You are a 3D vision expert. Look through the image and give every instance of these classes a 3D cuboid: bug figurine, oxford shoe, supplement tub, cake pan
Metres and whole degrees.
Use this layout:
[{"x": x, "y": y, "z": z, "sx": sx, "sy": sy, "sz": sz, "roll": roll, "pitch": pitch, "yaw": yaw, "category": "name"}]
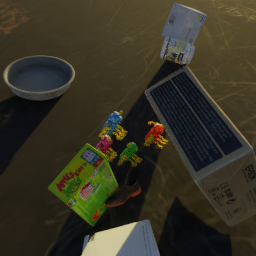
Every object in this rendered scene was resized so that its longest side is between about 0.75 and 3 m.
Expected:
[{"x": -0.049, "y": 0.279, "z": 6.748, "sx": 1.969, "sy": 1.527, "sz": 0.507, "roll": 15, "pitch": 37, "yaw": -40, "category": "bug figurine"}, {"x": -0.129, "y": 1.403, "z": 6.079, "sx": 0.911, "sy": 0.330, "sz": 0.324, "roll": -23, "pitch": 16, "yaw": -35, "category": "oxford shoe"}, {"x": 1.891, "y": -2.950, "z": 10.775, "sx": 1.163, "sy": 0.843, "sz": 0.843, "roll": 17, "pitch": 44, "yaw": 1, "category": "supplement tub"}, {"x": -3.118, "y": -1.785, "z": 9.959, "sx": 2.414, "sy": 0.443, "sz": 2.414, "roll": 4, "pitch": 43, "yaw": -4, "category": "cake pan"}]

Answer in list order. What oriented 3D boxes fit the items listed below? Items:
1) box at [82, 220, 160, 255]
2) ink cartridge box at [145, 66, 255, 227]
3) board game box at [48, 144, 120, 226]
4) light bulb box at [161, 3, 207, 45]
[{"x": -0.080, "y": 2.369, "z": 4.643, "sx": 1.279, "sy": 0.836, "sz": 1.272, "roll": -16, "pitch": 17, "yaw": 3, "category": "box"}, {"x": 1.667, "y": 0.464, "z": 5.762, "sx": 1.051, "sy": 2.797, "sz": 2.304, "roll": -32, "pitch": 48, "yaw": 10, "category": "ink cartridge box"}, {"x": -0.742, "y": 1.205, "z": 5.509, "sx": 0.471, "sy": 1.976, "sz": 1.004, "roll": 32, "pitch": 69, "yaw": 22, "category": "board game box"}, {"x": 2.389, "y": -4.387, "z": 11.927, "sx": 0.888, "sy": 1.411, "sz": 1.424, "roll": 39, "pitch": 31, "yaw": 29, "category": "light bulb box"}]
